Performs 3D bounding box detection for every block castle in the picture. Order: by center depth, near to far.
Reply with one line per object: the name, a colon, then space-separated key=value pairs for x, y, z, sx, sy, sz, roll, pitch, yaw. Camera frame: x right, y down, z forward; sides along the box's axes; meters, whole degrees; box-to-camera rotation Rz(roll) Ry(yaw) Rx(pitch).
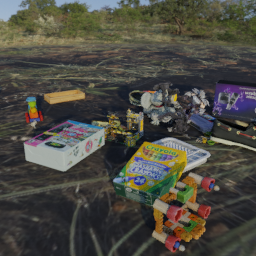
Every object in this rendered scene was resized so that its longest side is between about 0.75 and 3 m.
block castle: x=1.176 y=1.641 z=5.534 sx=0.706 sy=1.005 sz=1.504 roll=19 pitch=30 yaw=38

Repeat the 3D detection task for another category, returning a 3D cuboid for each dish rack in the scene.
dish rack: x=1.379 y=0.841 z=8.428 sx=1.512 sy=0.383 sz=1.761 roll=-17 pitch=27 yaw=-34

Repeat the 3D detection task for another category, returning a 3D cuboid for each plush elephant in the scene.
plush elephant: x=1.300 y=-1.016 z=11.846 sx=1.418 sy=1.333 sz=1.722 roll=5 pitch=22 yaw=13

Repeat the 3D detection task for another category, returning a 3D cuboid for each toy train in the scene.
toy train: x=-3.902 y=-0.681 z=11.566 sx=0.671 sy=0.917 sz=1.585 roll=-9 pitch=23 yaw=-20

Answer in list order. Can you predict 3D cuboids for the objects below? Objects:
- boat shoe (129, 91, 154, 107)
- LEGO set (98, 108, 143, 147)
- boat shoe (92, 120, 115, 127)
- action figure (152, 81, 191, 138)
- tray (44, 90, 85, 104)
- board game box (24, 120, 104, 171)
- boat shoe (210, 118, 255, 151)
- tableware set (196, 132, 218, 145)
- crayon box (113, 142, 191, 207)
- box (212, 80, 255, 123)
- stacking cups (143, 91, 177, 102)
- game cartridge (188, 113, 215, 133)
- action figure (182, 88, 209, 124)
boat shoe: x=0.987 y=-1.309 z=13.001 sx=1.966 sy=0.702 sz=0.588 roll=10 pitch=-16 yaw=14
LEGO set: x=-0.264 y=-0.140 z=9.998 sx=1.817 sy=1.053 sz=1.397 roll=14 pitch=25 yaw=32
boat shoe: x=-0.927 y=-0.106 z=11.057 sx=1.016 sy=0.320 sz=0.371 roll=5 pitch=10 yaw=-4
action figure: x=1.592 y=-0.538 z=10.425 sx=1.128 sy=2.210 sz=1.313 roll=-26 pitch=-27 yaw=27
tray: x=-3.368 y=-1.669 z=14.892 sx=1.915 sy=0.355 sz=0.944 roll=-14 pitch=26 yaw=-30
board game box: x=-1.951 y=0.486 z=8.951 sx=1.553 sy=0.677 sz=2.106 roll=11 pitch=24 yaw=25
boat shoe: x=4.083 y=0.256 z=9.338 sx=2.570 sy=0.805 sz=0.940 roll=14 pitch=17 yaw=25
tableware set: x=2.968 y=0.323 z=10.042 sx=0.736 sy=0.168 sz=1.093 roll=17 pitch=27 yaw=36
crayon box: x=0.675 y=1.027 z=7.121 sx=1.236 sy=0.507 sz=1.966 roll=12 pitch=38 yaw=29
box: x=4.833 y=-1.149 z=11.949 sx=2.141 sy=1.511 sz=0.844 roll=11 pitch=26 yaw=27
stacking cups: x=1.593 y=-1.708 z=14.741 sx=1.854 sy=0.561 sz=0.561 roll=7 pitch=23 yaw=23
game cartridge: x=3.046 y=-0.264 z=11.411 sx=1.062 sy=0.314 sz=1.638 roll=-12 pitch=24 yaw=-17
action figure: x=2.486 y=-0.797 z=10.814 sx=0.579 sy=1.669 sz=1.086 roll=4 pitch=45 yaw=-26
